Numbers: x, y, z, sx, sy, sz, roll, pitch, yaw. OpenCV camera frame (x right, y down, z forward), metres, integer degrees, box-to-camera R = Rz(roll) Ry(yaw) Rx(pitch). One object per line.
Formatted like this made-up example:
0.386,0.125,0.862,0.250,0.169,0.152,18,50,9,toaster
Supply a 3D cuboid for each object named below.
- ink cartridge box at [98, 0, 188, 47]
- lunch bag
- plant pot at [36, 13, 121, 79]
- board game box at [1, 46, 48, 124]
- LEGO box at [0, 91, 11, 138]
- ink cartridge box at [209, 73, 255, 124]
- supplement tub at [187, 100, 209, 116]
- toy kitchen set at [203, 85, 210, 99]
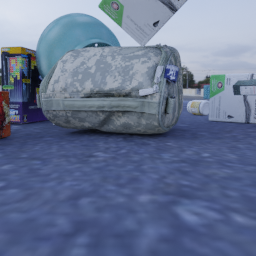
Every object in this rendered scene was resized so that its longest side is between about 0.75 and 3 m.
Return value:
0.447,-2.647,5.339,1.711,1.250,0.721,-40,20,39,ink cartridge box
-0.213,-0.826,6.481,2.973,2.072,2.494,2,21,19,lunch bag
-1.259,-1.992,8.657,2.783,2.783,1.864,-3,26,-27,plant pot
-3.131,-1.413,9.702,0.792,2.309,2.794,2,7,15,board game box
-3.825,-0.217,5.172,2.504,0.966,1.865,1,7,10,LEGO box
3.863,-0.979,9.127,2.184,1.594,0.918,5,8,36,ink cartridge box
3.194,-0.922,12.636,0.675,0.675,0.934,-4,8,-31,supplement tub
4.374,-1.369,13.389,1.734,1.389,1.022,6,8,44,toy kitchen set
